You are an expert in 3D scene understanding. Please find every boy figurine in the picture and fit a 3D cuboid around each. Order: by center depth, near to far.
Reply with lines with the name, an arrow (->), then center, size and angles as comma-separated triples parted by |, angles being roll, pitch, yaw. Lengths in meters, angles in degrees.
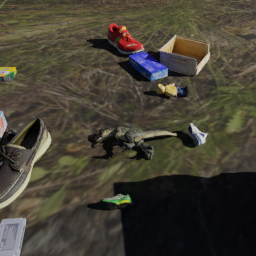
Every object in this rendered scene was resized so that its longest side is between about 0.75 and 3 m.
boy figurine -> 1.644, -1.443, 10.492 | 1.181, 0.381, 0.734 | 6, 44, 3

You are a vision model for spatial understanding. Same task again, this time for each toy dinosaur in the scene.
toy dinosaur -> 0.272, 0.359, 8.331 | 2.591, 0.615, 1.142 | 2, 35, -3

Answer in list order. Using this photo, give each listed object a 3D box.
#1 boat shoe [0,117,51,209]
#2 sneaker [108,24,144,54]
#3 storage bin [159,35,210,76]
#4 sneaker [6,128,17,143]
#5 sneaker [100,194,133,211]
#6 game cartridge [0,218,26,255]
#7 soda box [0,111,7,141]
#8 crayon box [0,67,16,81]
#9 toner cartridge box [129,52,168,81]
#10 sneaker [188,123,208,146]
boat shoe -> -3.021, 0.798, 7.495 | 1.057, 0.936, 2.887 | 4, 39, 9
sneaker -> -0.214, -4.215, 13.106 | 0.941, 1.037, 2.443 | -28, 49, -28
storage bin -> 2.461, -3.134, 12.064 | 1.723, 0.813, 1.736 | 21, 45, 23
sneaker -> -3.519, 0.250, 8.518 | 0.327, 0.446, 0.985 | -14, 43, -16
sneaker -> -0.301, 1.816, 6.910 | 0.793, 0.309, 0.338 | 2, 33, -11
game cartridge -> -2.664, 2.458, 6.241 | 0.611, 0.188, 0.918 | 0, 41, -6
soda box -> -4.235, 0.286, 8.360 | 0.645, 0.599, 1.886 | -1, 42, -2
crayon box -> -5.107, -2.200, 11.425 | 0.869, 0.253, 0.750 | -2, 42, -2
toner cartridge box -> 0.826, -2.626, 11.812 | 0.832, 0.378, 1.752 | -22, 46, -22
sneaker -> 2.188, 0.218, 8.673 | 0.448, 0.314, 0.777 | -6, 53, -21
